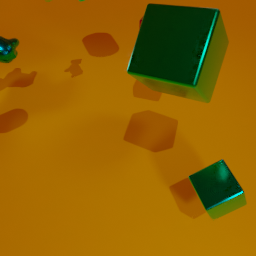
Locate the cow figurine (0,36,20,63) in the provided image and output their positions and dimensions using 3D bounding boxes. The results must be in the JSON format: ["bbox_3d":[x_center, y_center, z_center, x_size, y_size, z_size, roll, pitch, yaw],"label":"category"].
[{"bbox_3d":[-4.190,-2.310,8.218,1.693,0.929,1.666,19,36,-11],"label":"cow figurine"}]

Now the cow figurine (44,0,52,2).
[{"bbox_3d":[-1.884,-3.657,6.864,0.997,0.556,1.013,-40,75,-20],"label":"cow figurine"}]

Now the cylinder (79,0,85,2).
[{"bbox_3d":[-1.080,-4.787,8.589,1.377,1.377,1.377,-14,26,7],"label":"cylinder"}]

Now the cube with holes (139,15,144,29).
[{"bbox_3d":[0.836,-2.389,7.121,0.907,0.907,0.907,11,42,13],"label":"cube with holes"}]

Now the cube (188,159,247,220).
[{"bbox_3d":[1.653,1.148,5.164,0.717,0.717,0.717,-29,51,8],"label":"cube"}]

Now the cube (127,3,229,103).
[{"bbox_3d":[0.856,-1.183,4.595,1.152,1.152,1.152,18,91,27],"label":"cube"}]
